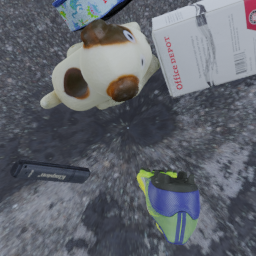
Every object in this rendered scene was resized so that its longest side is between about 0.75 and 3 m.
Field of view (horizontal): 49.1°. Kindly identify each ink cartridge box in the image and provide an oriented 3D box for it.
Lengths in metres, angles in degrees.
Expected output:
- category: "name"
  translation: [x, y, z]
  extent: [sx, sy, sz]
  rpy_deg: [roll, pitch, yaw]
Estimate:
- category: "ink cartridge box"
  translation: [1.876, -1.914, 6.299]
  extent: [2.395, 1.739, 0.998]
  rpy_deg: [-15, 37, 13]

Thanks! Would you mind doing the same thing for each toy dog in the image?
- category: "toy dog"
  translation: [-0.633, -1.426, 6.365]
  extent: [2.814, 2.902, 2.025]
  rpy_deg: [-21, 97, -25]

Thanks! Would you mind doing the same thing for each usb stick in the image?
- category: "usb stick"
  translation: [-1.264, 0.759, 4.782]
  extent: [0.387, 1.394, 0.227]
  rpy_deg: [-45, 50, 28]

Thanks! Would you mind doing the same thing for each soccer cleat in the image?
- category: "soccer cleat"
  translation: [0.639, 1.374, 5.337]
  extent: [0.915, 2.829, 1.183]
  rpy_deg: [4, 84, -2]

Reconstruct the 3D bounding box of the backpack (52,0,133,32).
- category: "backpack"
  translation: [-0.861, -3.468, 6.960]
  extent: [1.898, 1.524, 2.074]
  rpy_deg: [0, 44, 50]
